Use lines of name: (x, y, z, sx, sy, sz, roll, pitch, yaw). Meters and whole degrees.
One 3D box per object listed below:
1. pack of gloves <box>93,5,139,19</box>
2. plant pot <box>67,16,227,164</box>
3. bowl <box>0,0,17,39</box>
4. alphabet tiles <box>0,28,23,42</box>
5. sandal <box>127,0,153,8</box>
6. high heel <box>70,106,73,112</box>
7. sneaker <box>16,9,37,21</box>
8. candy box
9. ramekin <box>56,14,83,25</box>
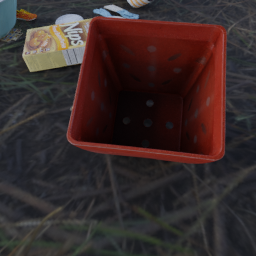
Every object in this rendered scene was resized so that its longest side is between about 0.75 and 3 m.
pack of gloves: (-0.463, -4.385, 11.025, 1.619, 0.320, 1.360, 32, 43, 26)
plant pot: (0.479, -0.491, 6.186, 2.683, 2.365, 2.681, 6, 72, 5)
bowl: (-5.226, -4.150, 9.943, 2.933, 1.534, 2.933, -1, 51, 1)
alphabet tiles: (-4.448, -3.477, 10.391, 0.972, 0.031, 0.809, 15, 52, 12)
sandal: (0.296, -5.445, 11.562, 2.972, 0.852, 1.139, 19, 39, 41)
high heel: (-0.488, -0.558, 7.578, 1.874, 0.669, 1.336, -24, 48, -29)
sneaker: (-4.036, -4.435, 10.958, 0.941, 0.363, 0.343, 7, 50, 4)
candy box: (-2.017, -2.765, 9.214, 2.581, 0.714, 1.490, -10, 53, 1)
ramekin: (-2.103, -3.695, 10.274, 1.034, 0.482, 1.034, 0, 52, 0)
